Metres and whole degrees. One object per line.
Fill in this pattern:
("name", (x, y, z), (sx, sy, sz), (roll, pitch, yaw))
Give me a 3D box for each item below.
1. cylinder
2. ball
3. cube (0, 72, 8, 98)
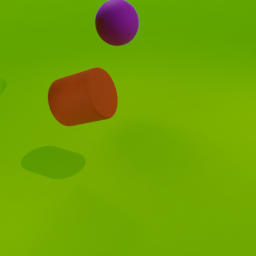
("cylinder", (-0.990, -0.671, 6.276), (1.136, 1.136, 1.136), (-10, 25, 29))
("ball", (-0.313, -3.006, 8.029), (1.264, 1.264, 1.264), (0, 32, 0))
("cube", (-2.877, -0.697, 4.772), (1.041, 1.041, 1.041), (22, 75, -6))
